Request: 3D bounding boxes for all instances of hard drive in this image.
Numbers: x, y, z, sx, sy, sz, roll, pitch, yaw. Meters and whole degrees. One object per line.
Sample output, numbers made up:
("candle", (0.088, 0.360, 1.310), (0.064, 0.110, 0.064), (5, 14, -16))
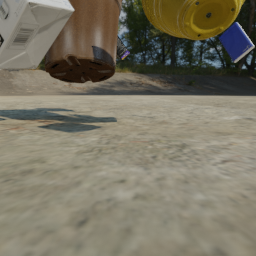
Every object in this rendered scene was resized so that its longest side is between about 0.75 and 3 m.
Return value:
("hard drive", (3.207, -2.551, 8.334), (0.131, 1.032, 0.681), (9, -39, -40))

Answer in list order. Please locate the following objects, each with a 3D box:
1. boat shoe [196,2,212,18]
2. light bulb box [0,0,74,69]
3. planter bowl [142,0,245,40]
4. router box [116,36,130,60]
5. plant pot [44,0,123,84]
("boat shoe", (1.721, -3.088, 7.202), (1.888, 0.613, 0.681), (46, 6, 38))
("light bulb box", (-2.910, -3.036, 7.081), (2.203, 2.223, 1.387), (-42, -14, 33))
("planter bowl", (1.705, -2.863, 6.380), (2.662, 1.109, 2.662), (-7, -33, -4))
("router box", (-0.784, -3.546, 11.305), (0.454, 1.368, 1.740), (-43, 33, -2))
("plant pot", (-1.520, -3.108, 8.941), (2.896, 2.867, 2.896), (-1, -10, 0))
